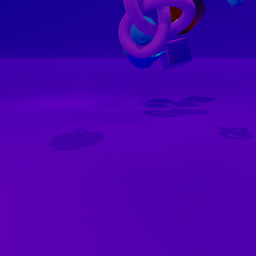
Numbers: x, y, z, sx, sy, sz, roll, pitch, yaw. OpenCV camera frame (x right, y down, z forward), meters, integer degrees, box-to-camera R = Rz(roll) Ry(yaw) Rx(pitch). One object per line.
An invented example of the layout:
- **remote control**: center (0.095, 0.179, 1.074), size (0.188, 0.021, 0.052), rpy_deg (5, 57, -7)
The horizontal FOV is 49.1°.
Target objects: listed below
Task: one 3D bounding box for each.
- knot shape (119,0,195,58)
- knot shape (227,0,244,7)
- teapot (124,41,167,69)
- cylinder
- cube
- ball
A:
- **knot shape**: center (0.551, -2.787, 7.320), size (2.088, 1.954, 0.965), rpy_deg (26, 20, -22)
- **knot shape**: center (1.609, -2.548, 4.762), size (1.112, 0.514, 1.040), rpy_deg (31, 19, -3)
- **teapot**: center (0.504, -2.396, 9.029), size (1.509, 0.938, 0.739), rpy_deg (19, 66, 29)
- **cylinder**: center (1.943, -3.915, 9.605), size (1.148, 1.148, 1.148), rpy_deg (9, 35, 30)
- **cube**: center (1.576, -2.482, 9.427), size (0.792, 0.792, 0.792), rpy_deg (-16, 4, -7)
- **ball**: center (0.503, -3.289, 9.585), size (0.990, 0.990, 0.990), rpy_deg (0, 15, 0)
